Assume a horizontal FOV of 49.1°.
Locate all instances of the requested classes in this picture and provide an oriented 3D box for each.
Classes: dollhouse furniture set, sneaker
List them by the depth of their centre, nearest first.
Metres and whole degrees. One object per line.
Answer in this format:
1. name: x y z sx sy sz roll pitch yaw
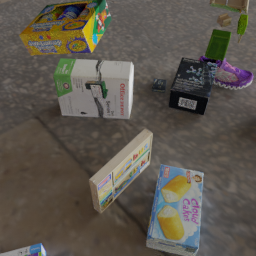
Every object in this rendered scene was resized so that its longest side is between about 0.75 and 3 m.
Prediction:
1. dollhouse furniture set: 3.203 -3.493 9.261 1.266 0.978 2.533 13 61 9
2. sneaker: 4.282 -2.609 12.674 2.796 1.236 1.124 11 46 8

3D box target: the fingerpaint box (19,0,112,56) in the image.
1. fingerpaint box: -1.837 -3.056 8.448 2.155 0.790 1.798 4 51 22

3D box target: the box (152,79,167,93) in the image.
1. box: 1.435 -1.931 12.737 0.602 0.195 0.764 9 47 7

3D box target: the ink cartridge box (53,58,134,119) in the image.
1. ink cartridge box: -1.246 -1.513 11.048 2.841 2.075 1.198 3 46 4

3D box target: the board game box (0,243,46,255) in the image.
1. board game box: -3.317 4.098 6.804 2.623 0.587 1.764 -12 48 -11

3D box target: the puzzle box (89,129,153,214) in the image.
1. puzzle box: -0.138 1.318 8.677 0.319 1.671 2.511 32 55 26

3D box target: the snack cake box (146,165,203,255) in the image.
1. snack cake box: 1.431 2.365 8.280 1.379 0.805 2.397 9 48 10

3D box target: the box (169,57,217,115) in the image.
1. box: 2.746 -1.791 11.825 1.555 1.121 2.094 14 55 13
